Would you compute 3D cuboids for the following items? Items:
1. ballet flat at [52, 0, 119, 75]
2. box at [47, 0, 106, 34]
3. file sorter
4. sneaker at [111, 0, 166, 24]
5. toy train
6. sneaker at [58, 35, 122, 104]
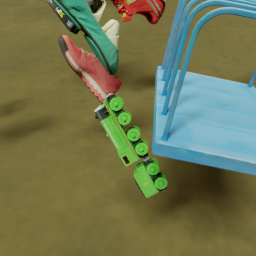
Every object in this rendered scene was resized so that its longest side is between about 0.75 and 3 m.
[{"bbox_3d":[-0.555,-1.788,4.827,0.714,2.029,0.683,-39,40,3],"label":"ballet flat"},{"bbox_3d":[-1.381,-3.713,7.895,1.316,1.643,0.364,54,20,15],"label":"box"},{"bbox_3d":[1.316,-0.775,3.526,1.703,1.506,2.454,11,31,0],"label":"file sorter"},{"bbox_3d":[-0.073,-3.281,7.141,2.425,1.030,0.934,8,15,-27],"label":"sneaker"},{"bbox_3d":[0.040,0.255,3.755,0.425,1.506,0.314,-29,7,7],"label":"toy train"},{"bbox_3d":[-0.756,-1.334,5.896,0.742,1.711,0.630,-38,34,3],"label":"sneaker"}]
